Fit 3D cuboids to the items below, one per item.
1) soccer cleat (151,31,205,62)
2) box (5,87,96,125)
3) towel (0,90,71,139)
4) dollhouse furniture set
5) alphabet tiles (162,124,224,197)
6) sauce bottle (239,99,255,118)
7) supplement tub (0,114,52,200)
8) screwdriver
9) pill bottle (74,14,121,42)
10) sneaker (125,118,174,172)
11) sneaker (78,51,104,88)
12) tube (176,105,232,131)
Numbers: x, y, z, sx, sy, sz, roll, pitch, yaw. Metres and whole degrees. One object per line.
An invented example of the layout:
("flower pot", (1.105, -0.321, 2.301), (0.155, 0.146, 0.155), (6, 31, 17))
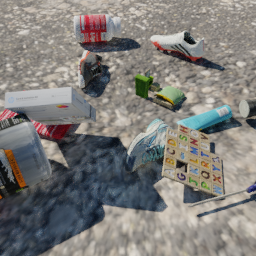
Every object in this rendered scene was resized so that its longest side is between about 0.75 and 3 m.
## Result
("soccer cleat", (2.073, -3.632, 11.726), (2.495, 1.063, 0.856), (30, 51, 26))
("box", (-1.906, -0.498, 7.394), (1.654, 2.122, 0.437), (-4, 80, 9))
("towel", (-2.816, -0.468, 9.066), (2.331, 0.262, 1.685), (12, 47, 14))
("dollhouse furniture set", (1.138, -1.434, 9.683), (1.538, 0.772, 1.008), (27, 51, 25))
("alphabet tiles", (1.774, 0.757, 7.545), (1.680, 0.076, 2.010), (21, 46, -7))
("sauce bottle", (4.988, -0.792, 8.926), (2.845, 0.921, 0.921), (-6, 45, -7))
("supplement tub", (-3.458, 0.931, 6.552), (2.902, 1.778, 1.778), (-23, 49, -21))
("screwdriver", (2.744, 1.629, 6.872), (2.742, 0.382, 0.399), (-16, 78, -14))
("pill bottle", (-1.351, -4.460, 12.523), (2.018, 1.133, 1.133), (-4, 45, -4))
("sneaker", (0.675, 0.507, 7.710), (0.885, 0.796, 2.051), (27, 51, 21))
("sneaker", (-1.370, -2.273, 10.564), (0.870, 0.818, 2.124), (7, 45, -2))
("tube", (2.432, -0.260, 8.788), (1.700, 0.429, 0.658), (-19, 39, -12))
